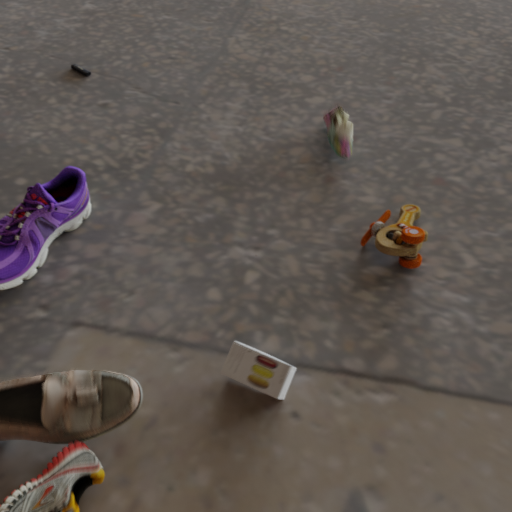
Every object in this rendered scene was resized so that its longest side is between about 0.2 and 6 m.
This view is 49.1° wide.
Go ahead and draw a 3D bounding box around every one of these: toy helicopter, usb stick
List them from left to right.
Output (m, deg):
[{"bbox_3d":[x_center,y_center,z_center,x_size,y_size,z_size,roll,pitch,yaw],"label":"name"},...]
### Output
[{"bbox_3d":[-5.218,-5.531,16.670,0.786,0.128,0.218,33,55,27],"label":"usb stick"},{"bbox_3d":[2.990,-0.573,11.794,1.267,0.756,1.916,11,36,22],"label":"toy helicopter"}]

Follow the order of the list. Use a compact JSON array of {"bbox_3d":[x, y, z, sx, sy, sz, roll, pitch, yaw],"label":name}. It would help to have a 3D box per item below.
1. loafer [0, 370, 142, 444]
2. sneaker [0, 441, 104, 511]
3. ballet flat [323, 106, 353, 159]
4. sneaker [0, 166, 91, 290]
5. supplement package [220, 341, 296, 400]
[{"bbox_3d":[-3.326,2.313,8.569,3.027,0.952,1.088,-7,66,1],"label":"loafer"},{"bbox_3d":[-2.932,3.474,7.850,0.747,0.708,1.818,31,54,24],"label":"sneaker"},{"bbox_3d":[2.103,-3.186,13.951,0.647,0.666,1.871,20,37,-21],"label":"ballet flat"},{"bbox_3d":[-4.577,-0.715,11.164,1.311,1.357,3.253,28,52,4],"label":"sneaker"},{"bbox_3d":[0.051,1.896,9.260,1.053,0.577,0.599,20,80,17],"label":"supplement package"}]
